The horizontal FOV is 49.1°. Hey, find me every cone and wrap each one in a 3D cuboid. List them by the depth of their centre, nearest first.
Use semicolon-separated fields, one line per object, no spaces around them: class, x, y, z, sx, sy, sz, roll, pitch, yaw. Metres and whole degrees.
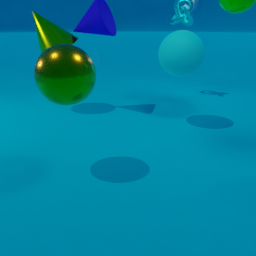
cone;-2.787;-3.327;9.648;1.545;1.551;1.545;-28;25;14
cone;-1.319;-3.606;9.699;1.384;1.379;1.379;-16;16;19

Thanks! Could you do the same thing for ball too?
ball;-1.241;-1.052;5.586;1.206;1.206;1.206;0;21;0
ball;2.304;-2.831;5.850;0.830;0.830;0.830;0;21;0
ball;1.621;-2.248;8.530;1.384;1.384;1.384;0;21;0

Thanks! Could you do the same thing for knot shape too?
knot shape;2.223;-4.760;11.706;0.581;1.257;1.176;-4;-12;-39
